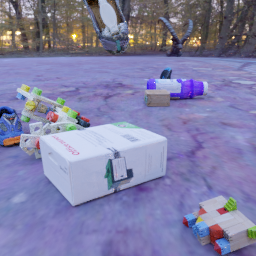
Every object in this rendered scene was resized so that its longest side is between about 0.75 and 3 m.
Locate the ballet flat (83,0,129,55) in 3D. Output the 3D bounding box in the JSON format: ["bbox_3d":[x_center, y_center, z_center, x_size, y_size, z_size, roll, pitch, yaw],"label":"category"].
[{"bbox_3d":[-0.584,-2.900,6.423,0.873,2.427,0.873,-21,-10,-4],"label":"ballet flat"}]

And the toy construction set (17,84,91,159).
[{"bbox_3d":[-1.845,-0.209,6.623,1.580,1.110,2.410,26,17,-31],"label":"toy construction set"}]

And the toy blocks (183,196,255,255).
[{"bbox_3d":[1.088,1.203,3.474,0.635,0.464,0.929,-16,19,-11],"label":"toy blocks"}]

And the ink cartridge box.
[{"bbox_3d":[-0.445,0.504,4.977,1.854,0.782,1.355,-11,20,-32],"label":"ink cartridge box"}]

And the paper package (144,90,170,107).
[{"bbox_3d":[1.127,-1.180,10.937,0.935,0.507,0.981,-1,18,-3],"label":"paper package"}]

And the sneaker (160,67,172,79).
[{"bbox_3d":[1.729,-2.131,12.693,0.567,1.384,0.507,3,44,-21],"label":"sneaker"}]

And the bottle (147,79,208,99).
[{"bbox_3d":[2.095,-1.685,12.013,2.543,0.830,1.062,0,17,0],"label":"bottle"}]

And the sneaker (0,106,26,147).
[{"bbox_3d":[-3.154,-0.200,7.230,0.780,0.813,2.072,-12,21,-37],"label":"sneaker"}]
